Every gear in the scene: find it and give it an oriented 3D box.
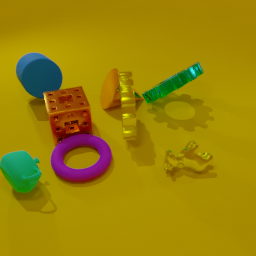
[{"bbox_3d":[-0.018,-0.589,7.463,0.332,1.794,1.794,-4,39,-2],"label":"gear"},{"bbox_3d":[1.373,-1.387,8.646,1.957,0.362,1.957,-30,6,4],"label":"gear"}]

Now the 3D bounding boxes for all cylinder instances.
[{"bbox_3d":[-2.811,-1.675,8.822,1.215,1.215,1.215,-19,30,-22],"label":"cylinder"}]

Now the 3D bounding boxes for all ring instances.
[{"bbox_3d":[-1.163,0.715,7.018,1.525,0.305,1.525,0,41,0],"label":"ring"}]

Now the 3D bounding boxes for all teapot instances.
[{"bbox_3d":[-2.356,0.908,6.262,0.762,0.967,1.556,-36,28,-32],"label":"teapot"}]

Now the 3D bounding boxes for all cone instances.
[{"bbox_3d":[-0.032,-1.101,9.065,1.316,1.311,1.311,14,32,-27],"label":"cone"}]

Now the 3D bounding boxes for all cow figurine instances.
[{"bbox_3d":[1.398,0.793,6.772,1.033,1.017,0.567,38,7,-7],"label":"cow figurine"}]

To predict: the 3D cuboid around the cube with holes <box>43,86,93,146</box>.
[{"bbox_3d":[-1.645,-0.352,7.762,1.079,1.079,1.079,-12,40,-15],"label":"cube with holes"}]
